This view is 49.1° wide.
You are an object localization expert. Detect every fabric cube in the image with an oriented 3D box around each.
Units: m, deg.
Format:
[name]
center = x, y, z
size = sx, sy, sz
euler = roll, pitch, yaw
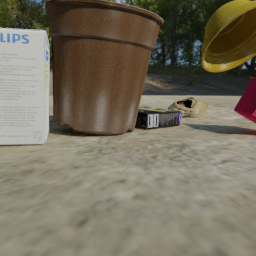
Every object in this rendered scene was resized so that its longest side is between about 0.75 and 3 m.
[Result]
[fabric cube]
center = 3.455, -0.585, 6.876
size = 1.003, 1.023, 1.020
euler = 27, 7, -7

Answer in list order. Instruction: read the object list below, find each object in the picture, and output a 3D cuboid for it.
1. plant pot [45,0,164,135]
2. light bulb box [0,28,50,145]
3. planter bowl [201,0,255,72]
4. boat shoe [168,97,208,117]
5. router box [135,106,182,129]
[plant pot]
center = -0.743, -1.441, 7.202
size = 2.896, 2.867, 2.896
euler = 8, 10, -1
[light bulb box]
center = -2.484, -0.904, 6.298
size = 1.387, 2.223, 2.203
euler = 0, 7, -14
[planter bowl]
center = 3.196, -2.987, 8.500
size = 2.662, 1.109, 2.662
euler = -20, -25, -10
[boat shoe]
center = 2.418, -0.840, 10.726
size = 1.888, 0.681, 0.613
euler = -5, -32, -29
[router box]
center = 0.547, -0.359, 8.596
size = 1.368, 0.454, 1.740
euler = -6, 12, -36
